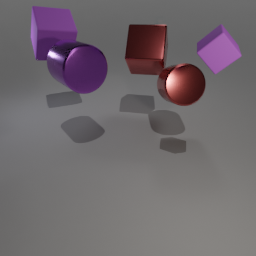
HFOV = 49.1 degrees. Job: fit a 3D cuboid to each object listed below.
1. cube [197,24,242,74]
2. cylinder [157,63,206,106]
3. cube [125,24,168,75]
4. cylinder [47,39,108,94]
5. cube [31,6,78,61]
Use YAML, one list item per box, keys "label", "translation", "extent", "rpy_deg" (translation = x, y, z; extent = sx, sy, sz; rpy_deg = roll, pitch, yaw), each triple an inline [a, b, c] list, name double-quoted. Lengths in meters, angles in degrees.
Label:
- label: "cube"
  translation: [2.090, -1.825, 6.492]
  extent: [0.700, 0.700, 0.700]
  rpy_deg: [-36, 20, 32]
- label: "cylinder"
  translation: [1.830, -1.535, 9.877]
  extent: [1.400, 1.400, 1.400]
  rpy_deg: [-3, 10, -5]
- label: "cube"
  translation: [0.745, -2.930, 10.638]
  extent: [1.400, 1.400, 1.400]
  rpy_deg: [5, -11, 10]
- label: "cylinder"
  translation: [-1.540, -1.871, 8.418]
  extent: [1.400, 1.400, 1.400]
  rpy_deg: [-18, 30, -28]
- label: "cube"
  translation: [-2.823, -3.523, 10.557]
  extent: [1.400, 1.400, 1.400]
  rpy_deg: [-5, 55, -25]
